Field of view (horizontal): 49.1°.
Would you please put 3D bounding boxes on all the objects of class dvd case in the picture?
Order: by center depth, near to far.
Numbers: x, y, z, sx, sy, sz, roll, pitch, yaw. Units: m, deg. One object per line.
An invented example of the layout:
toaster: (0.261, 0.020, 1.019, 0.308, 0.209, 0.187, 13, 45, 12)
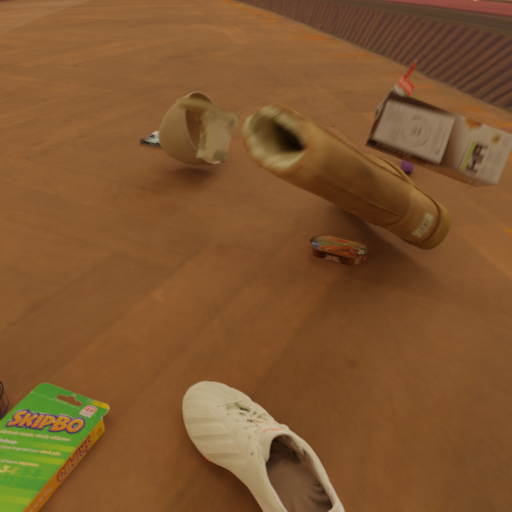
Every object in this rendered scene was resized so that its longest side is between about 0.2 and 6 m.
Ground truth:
dvd case: (-2.516, -3.219, 15.591, 1.184, 0.130, 0.864, 14, 35, 19)

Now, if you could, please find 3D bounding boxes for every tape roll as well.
tape roll: (3.746, -2.526, 13.695, 0.310, 0.945, 0.945, 9, 33, 13)

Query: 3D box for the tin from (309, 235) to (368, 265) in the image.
tin: (1.542, -0.116, 10.548, 1.111, 0.233, 0.622, 15, 39, 22)

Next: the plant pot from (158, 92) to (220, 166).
plant pot: (-1.680, -2.955, 13.624, 1.174, 1.748, 1.748, -11, 25, 28)

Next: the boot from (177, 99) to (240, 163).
boot: (-1.131, -2.698, 12.116, 1.503, 1.163, 0.542, 12, 10, -37)

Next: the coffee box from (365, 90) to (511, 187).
coffee box: (2.694, -1.718, 8.417, 1.889, 0.753, 1.080, 21, 6, 3)

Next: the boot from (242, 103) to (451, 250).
boot: (1.346, -1.653, 10.084, 3.910, 1.293, 3.424, 20, 13, -37)

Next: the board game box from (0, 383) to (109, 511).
board game box: (-2.774, 2.429, 6.367, 1.123, 0.352, 2.351, 13, 37, 19)

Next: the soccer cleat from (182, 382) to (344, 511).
soccer cleat: (0.051, 2.117, 6.140, 0.970, 1.086, 2.799, -19, 36, -28)

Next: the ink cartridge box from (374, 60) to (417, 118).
ink cartridge box: (2.774, -3.118, 10.798, 0.304, 1.205, 0.657, 40, 9, 5)

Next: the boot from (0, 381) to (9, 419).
boot: (-4.466, 1.235, 7.331, 2.700, 1.309, 1.009, 12, 34, 19)
